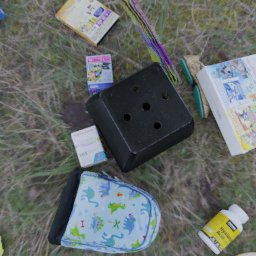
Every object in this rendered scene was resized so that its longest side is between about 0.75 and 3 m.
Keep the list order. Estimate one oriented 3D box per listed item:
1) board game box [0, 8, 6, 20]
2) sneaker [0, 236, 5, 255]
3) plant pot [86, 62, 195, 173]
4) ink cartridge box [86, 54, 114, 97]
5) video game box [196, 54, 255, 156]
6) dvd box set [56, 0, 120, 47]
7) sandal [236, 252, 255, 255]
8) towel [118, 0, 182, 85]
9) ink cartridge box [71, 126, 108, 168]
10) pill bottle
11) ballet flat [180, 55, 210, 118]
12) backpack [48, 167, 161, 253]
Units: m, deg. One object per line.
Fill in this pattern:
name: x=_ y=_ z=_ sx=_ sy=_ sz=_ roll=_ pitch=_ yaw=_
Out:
board game box: x=-5.647 y=-4.013 z=9.629 sx=2.186 sy=0.492 sz=1.663 roll=-33 pitch=97 yaw=1
sneaker: x=-4.994 y=3.831 z=8.117 sx=2.692 sy=1.216 sz=1.052 roll=-16 pitch=78 yaw=-5
plant pot: x=0.410 y=-0.388 z=8.220 sx=2.687 sy=2.389 sz=2.694 roll=-29 pitch=87 yaw=-5
ink cartridge box: x=-0.958 y=-1.782 z=9.649 sx=0.876 sy=0.308 sz=1.468 roll=-5 pitch=81 yaw=-1
video game box: x=3.869 y=-0.846 z=8.944 sx=2.594 sy=0.667 sz=2.848 roll=-16 pitch=79 yaw=-23
dvd box set: x=-1.441 y=-3.968 z=10.059 sx=1.875 sy=0.276 sz=1.372 roll=36 pitch=81 yaw=6
sandal: x=3.012 y=4.441 z=8.169 sx=2.667 sy=0.877 sz=0.978 roll=-14 pitch=80 yaw=-3
towel: x=0.501 y=-2.718 z=8.193 sx=0.339 sy=2.980 sz=2.140 roll=-34 pitch=40 yaw=7
ink cartridge box: x=-1.217 y=0.612 z=8.926 sx=0.806 sy=0.802 sz=1.098 roll=-19 pitch=80 yaw=-3
pill bottle: x=2.912 y=3.009 z=8.482 sx=1.440 sy=0.802 sz=0.802 roll=-41 pitch=82 yaw=-8
ballet flat: x=2.444 y=-1.460 z=9.330 sx=0.733 sy=0.792 sz=2.247 roll=-17 pitch=81 yaw=0
backpack: x=-0.533 y=2.505 z=8.073 sx=2.896 sy=2.226 sz=2.362 roll=21 pitch=64 yaw=-8
